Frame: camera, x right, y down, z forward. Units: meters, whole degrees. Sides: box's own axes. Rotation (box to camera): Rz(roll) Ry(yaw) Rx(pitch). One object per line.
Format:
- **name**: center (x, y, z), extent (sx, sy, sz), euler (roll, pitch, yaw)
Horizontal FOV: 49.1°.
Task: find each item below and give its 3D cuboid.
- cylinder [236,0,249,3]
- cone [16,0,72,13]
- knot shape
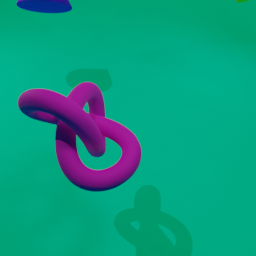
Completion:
- **cylinder**: center (2.436, -3.030, 5.431), extent (0.850, 0.850, 0.850), euler (-17, 7, 2)
- **cone**: center (-2.430, -4.321, 8.085), extent (1.576, 1.582, 1.576), euler (0, 10, 0)
- **knot shape**: center (-0.669, -0.040, 4.534), extent (1.975, 0.913, 1.848), euler (43, 18, -8)
